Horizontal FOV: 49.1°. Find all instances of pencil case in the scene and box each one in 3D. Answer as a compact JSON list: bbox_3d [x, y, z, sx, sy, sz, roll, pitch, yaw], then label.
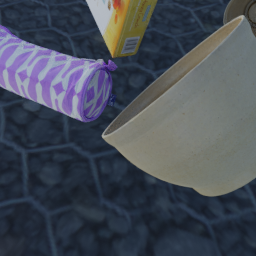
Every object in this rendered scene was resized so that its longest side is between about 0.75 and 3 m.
[{"bbox_3d":[-1.681,-1.113,5.433,2.896,1.215,1.238,21,98,13],"label":"pencil case"}]

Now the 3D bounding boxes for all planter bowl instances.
[{"bbox_3d":[1.089,-0.096,4.151,2.509,2.509,1.689,-44,98,-22],"label":"planter bowl"},{"bbox_3d":[2.550,-2.250,5.581,1.048,1.048,0.706,35,46,18],"label":"planter bowl"}]

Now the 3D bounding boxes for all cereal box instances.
[{"bbox_3d":[-0.359,-3.016,4.886,0.572,2.082,2.894,-16,67,-23],"label":"cereal box"}]
